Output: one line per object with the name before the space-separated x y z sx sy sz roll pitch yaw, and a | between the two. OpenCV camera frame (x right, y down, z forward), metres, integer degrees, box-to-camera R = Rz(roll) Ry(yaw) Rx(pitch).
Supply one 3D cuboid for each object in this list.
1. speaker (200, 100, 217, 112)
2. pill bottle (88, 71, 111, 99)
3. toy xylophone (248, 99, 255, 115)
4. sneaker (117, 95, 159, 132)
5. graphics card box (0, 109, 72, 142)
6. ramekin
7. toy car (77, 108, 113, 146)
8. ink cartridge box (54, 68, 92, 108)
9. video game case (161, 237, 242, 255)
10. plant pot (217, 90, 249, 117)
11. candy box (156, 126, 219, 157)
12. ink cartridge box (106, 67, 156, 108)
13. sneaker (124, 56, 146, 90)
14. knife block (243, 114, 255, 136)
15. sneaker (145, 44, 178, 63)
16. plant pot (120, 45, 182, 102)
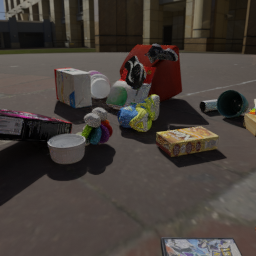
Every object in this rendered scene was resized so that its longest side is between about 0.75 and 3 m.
speaker | 3.807 -1.012 12.468 1.203 0.489 0.489 -7 20 -21
pill bottle | -1.652 -2.263 14.832 1.310 1.310 2.334 -5 19 -15
toy xylophone | 5.856 -0.778 11.528 1.628 0.559 2.224 5 19 30
sneaker | 0.392 -0.688 10.744 1.388 1.001 2.642 5 21 16
graphics card box | -3.268 -0.099 8.165 1.788 0.725 2.850 14 5 36
ramekin | -1.681 0.585 7.748 1.023 0.537 1.023 0 18 0
toy car | -0.952 0.074 8.599 0.932 1.088 1.243 33 27 3
ink cartridge box | -2.848 -2.057 13.787 0.921 1.590 2.738 -13 23 -34
video game case | 1.131 2.067 4.003 1.196 0.169 1.324 0 19 0
plant pot | 4.422 -0.962 11.596 1.113 1.113 1.046 19 11 43
candy box | 1.779 0.380 8.459 1.623 0.449 0.937 -7 21 -21
ink cartridge box | 0.132 -1.879 12.530 1.741 2.163 0.542 12 -9 32
sneaker | 0.448 -2.206 11.680 0.864 0.937 2.343 -35 29 22
knife block | 4.441 -0.008 9.520 1.345 0.490 1.533 -15 25 -41
sneaker | 1.454 -3.188 12.549 1.502 0.567 0.855 34 67 31
plant pot | 1.025 -2.561 14.185 2.548 2.546 2.245 13 41 34
